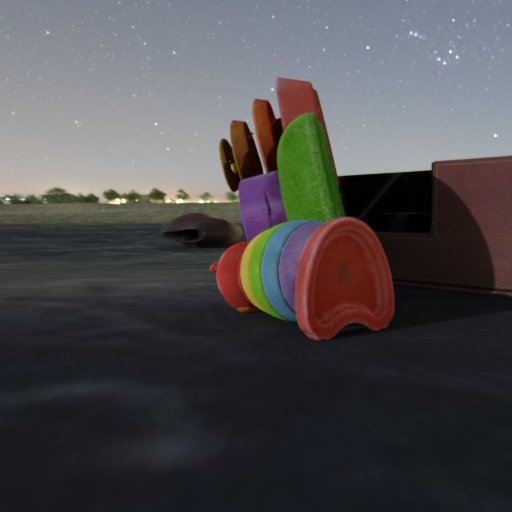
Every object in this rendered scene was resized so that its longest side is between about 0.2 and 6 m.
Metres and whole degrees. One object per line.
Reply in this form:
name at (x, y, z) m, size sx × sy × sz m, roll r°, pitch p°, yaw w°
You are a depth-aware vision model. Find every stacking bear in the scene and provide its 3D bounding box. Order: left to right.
stacking bear at (0.165, 0.117, 3.367) m, size 0.678 × 0.635 × 1.117 m, roll -3°, pitch 0°, yaw -37°

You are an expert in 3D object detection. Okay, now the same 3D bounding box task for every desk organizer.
desk organizer at (1.498, -0.298, 5.309) m, size 1.012 × 1.087 × 2.823 m, roll -4°, pitch 6°, yaw -43°

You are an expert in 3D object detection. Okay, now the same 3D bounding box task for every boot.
boot at (-1.418, -0.545, 11.451) m, size 1.938 × 0.701 × 1.612 m, roll 4°, pitch 5°, yaw 30°

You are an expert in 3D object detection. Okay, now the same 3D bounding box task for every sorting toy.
sorting toy at (0.154, -0.479, 4.833) m, size 1.132 × 1.657 × 2.758 m, roll -13°, pitch 28°, yaw 11°
